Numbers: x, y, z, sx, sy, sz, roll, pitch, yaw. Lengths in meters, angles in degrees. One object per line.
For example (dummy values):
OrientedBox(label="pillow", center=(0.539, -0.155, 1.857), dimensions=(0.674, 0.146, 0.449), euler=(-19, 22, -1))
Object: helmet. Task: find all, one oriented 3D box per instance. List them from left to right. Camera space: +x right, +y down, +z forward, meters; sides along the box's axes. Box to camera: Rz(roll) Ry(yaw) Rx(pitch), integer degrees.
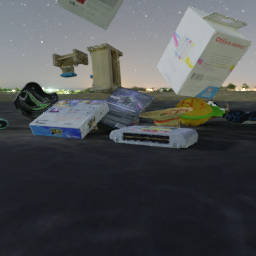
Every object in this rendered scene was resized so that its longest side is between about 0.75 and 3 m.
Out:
OrientedBox(label="helmet", center=(-4.412, -1.279, 13.743), dimensions=(1.784, 1.871, 1.871), euler=(39, -2, -14))

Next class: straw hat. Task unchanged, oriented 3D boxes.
OrientedBox(label="straw hat", center=(1.283, -0.164, 9.110), dimensions=(1.773, 0.750, 1.773), euler=(-7, 10, 1))

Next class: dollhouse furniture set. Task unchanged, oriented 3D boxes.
OrientedBox(label="dollhouse furniture set", center=(-1.616, -2.358, 12.112), dimensions=(2.550, 1.798, 1.787), euler=(-4, 0, 22))

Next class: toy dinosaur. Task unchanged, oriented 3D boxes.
OrientedBox(label="toy dinosaur", center=(3.885, -0.762, 12.828), dimensions=(2.018, 0.866, 1.367), euler=(-3, 1, -27))

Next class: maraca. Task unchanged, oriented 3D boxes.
OrientedBox(label="maraca", center=(2.948, -0.698, 11.769), dimensions=(2.149, 1.149, 1.473), euler=(-4, 27, -6))

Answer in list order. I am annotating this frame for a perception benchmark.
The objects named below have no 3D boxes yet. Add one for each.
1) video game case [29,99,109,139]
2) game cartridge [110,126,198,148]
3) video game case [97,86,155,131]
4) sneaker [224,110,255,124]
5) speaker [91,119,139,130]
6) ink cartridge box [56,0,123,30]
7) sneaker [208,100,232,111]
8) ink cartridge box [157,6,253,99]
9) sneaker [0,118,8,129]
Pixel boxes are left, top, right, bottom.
OrientedBox(label="video game case", center=(-1.882, -0.348, 9.205), dimensions=(1.959, 0.445, 1.776), euler=(4, 34, 26))
OrientedBox(label="game cartridge", center=(0.762, 0.205, 7.795), dimensions=(2.139, 0.437, 1.424), euler=(4, 4, 27))
OrientedBox(label="video game case", center=(-0.215, -0.708, 10.003), dimensions=(1.534, 0.204, 2.147), euler=(21, 46, 24))
OrientedBox(label="sneaker", center=(5.095, -0.405, 12.249), dimensions=(1.702, 0.644, 0.656), euler=(4, -14, 23))
OrientedBox(label="speaker", center=(-0.521, -0.303, 10.277), dimensions=(1.862, 0.756, 0.756), euler=(1, 7, 3))
OrientedBox(label="ink cartridge box", center=(-0.889, -3.451, 7.117), dimensions=(1.454, 1.277, 0.610), euler=(21, 42, -26))
OrientedBox(label="sneaker", center=(5.179, -1.223, 16.871), dimensions=(2.144, 0.940, 0.811), euler=(7, 8, 37))
OrientedBox(label="ink cartridge box", center=(2.467, -2.504, 9.108), dimensions=(1.676, 2.607, 1.633), euler=(3, 42, -32))
OrientedBox(label="sneaker", center=(-5.246, -0.185, 10.811), dimensions=(1.172, 0.456, 0.820), euler=(7, 3, -21))
